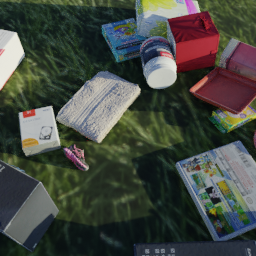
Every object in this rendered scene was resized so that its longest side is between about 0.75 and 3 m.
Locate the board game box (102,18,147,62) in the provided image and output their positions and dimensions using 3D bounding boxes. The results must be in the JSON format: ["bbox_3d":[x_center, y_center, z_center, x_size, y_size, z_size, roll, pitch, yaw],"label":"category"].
[{"bbox_3d":[-0.088,-3.614,11.394,1.429,0.444,1.893,-18,58,-12],"label":"board game box"}]

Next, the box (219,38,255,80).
[{"bbox_3d":[4.199,-2.385,10.134,1.550,0.991,0.844,29,80,19],"label":"box"}]

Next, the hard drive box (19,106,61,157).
[{"bbox_3d":[-2.803,0.085,8.858,1.076,0.530,1.381,-14,57,-10],"label":"hard drive box"}]

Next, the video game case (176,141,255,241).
[{"bbox_3d":[2.864,1.690,7.947,2.207,0.266,2.421,-17,59,-11],"label":"video game case"}]

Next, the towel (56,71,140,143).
[{"bbox_3d":[-0.927,-0.841,9.524,1.773,0.461,2.675,27,60,18],"label":"towel"}]

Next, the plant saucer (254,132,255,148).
[{"bbox_3d":[4.951,0.439,8.652,1.925,0.488,1.925,0,56,-1],"label":"plant saucer"}]

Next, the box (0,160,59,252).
[{"bbox_3d":[-3.019,1.757,6.808,2.067,2.084,1.284,25,59,15],"label":"box"}]

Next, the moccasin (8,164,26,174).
[{"bbox_3d":[-3.365,1.279,8.208,0.819,0.279,0.329,18,58,12],"label":"moccasin"}]

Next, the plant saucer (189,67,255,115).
[{"bbox_3d":[3.408,-1.267,9.651,1.903,0.349,1.899,32,56,31],"label":"plant saucer"}]

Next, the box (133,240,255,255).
[{"bbox_3d":[1.453,3.589,5.957,2.659,1.423,1.973,-1,55,0],"label":"box"}]

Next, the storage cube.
[{"bbox_3d":[2.337,-3.140,10.381,1.526,1.698,1.451,-10,57,1],"label":"storage cube"}]

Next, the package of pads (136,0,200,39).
[{"bbox_3d":[1.671,-4.521,11.499,2.691,0.918,2.079,5,55,-10],"label":"package of pads"}]

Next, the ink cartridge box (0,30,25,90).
[{"bbox_3d":[-5.649,-2.724,10.360,2.752,1.161,1.992,13,57,9],"label":"ink cartridge box"}]

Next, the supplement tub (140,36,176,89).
[{"bbox_3d":[1.086,-2.370,10.116,1.166,1.166,1.662,-5,56,-3],"label":"supplement tub"}]

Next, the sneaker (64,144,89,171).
[{"bbox_3d":[-1.482,0.856,8.474,1.014,0.400,0.483,40,53,22],"label":"sneaker"}]

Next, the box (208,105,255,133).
[{"bbox_3d":[3.452,-0.402,9.285,1.403,0.339,0.823,-25,55,-14],"label":"box"}]
